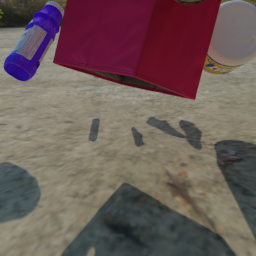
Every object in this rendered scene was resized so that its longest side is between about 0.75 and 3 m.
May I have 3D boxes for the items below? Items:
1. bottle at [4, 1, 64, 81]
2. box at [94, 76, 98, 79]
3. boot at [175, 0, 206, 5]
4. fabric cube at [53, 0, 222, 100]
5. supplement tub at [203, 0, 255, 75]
[{"bbox_3d":[-2.671,-2.617,8.238,1.068,0.835,2.558,-10,53,52],"label":"bottle"},{"bbox_3d":[-1.137,-2.274,10.068,0.204,0.986,0.191,23,42,29],"label":"box"},{"bbox_3d":[0.930,-2.448,3.856,0.530,1.103,1.508,7,39,5],"label":"boot"},{"bbox_3d":[0.227,-2.115,5.877,2.398,2.390,2.353,18,7,38],"label":"fabric cube"},{"bbox_3d":[2.782,-2.457,8.139,1.651,1.651,2.283,2,2,4],"label":"supplement tub"}]
